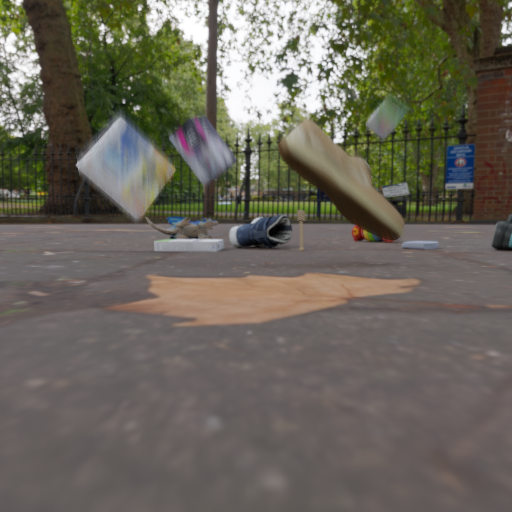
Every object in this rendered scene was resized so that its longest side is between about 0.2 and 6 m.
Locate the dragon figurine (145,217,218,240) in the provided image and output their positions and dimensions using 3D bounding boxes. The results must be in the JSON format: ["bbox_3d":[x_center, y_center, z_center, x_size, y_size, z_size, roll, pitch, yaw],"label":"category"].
[{"bbox_3d":[-1.995,-0.690,15.170,2.507,0.738,1.246,-2,5,-34],"label":"dragon figurine"}]

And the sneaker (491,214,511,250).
[{"bbox_3d":[5.973,-0.440,12.688,0.841,0.800,2.122,14,20,32],"label":"sneaker"}]

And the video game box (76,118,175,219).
[{"bbox_3d":[-2.409,-1.655,10.555,1.456,1.326,0.341,43,-35,-21],"label":"video game box"}]

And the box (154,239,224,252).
[{"bbox_3d":[-1.457,-0.232,12.340,1.363,0.248,0.984,2,4,6],"label":"box"}]

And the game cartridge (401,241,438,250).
[{"bbox_3d":[3.848,-0.245,12.998,0.615,0.189,0.925,-1,3,39],"label":"game cartridge"}]

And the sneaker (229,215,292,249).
[{"bbox_3d":[0.400,-0.619,13.442,1.352,0.711,1.871,-10,8,31],"label":"sneaker"}]

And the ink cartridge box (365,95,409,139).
[{"bbox_3d":[2.588,-2.743,11.113,0.488,0.279,0.939,38,-15,-1],"label":"ink cartridge box"}]

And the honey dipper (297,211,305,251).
[{"bbox_3d":[0.978,-0.525,12.047,0.167,0.878,0.167,-1,-8,0],"label":"honey dipper"}]

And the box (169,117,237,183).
[{"bbox_3d":[-1.166,-2.367,12.431,0.712,1.242,0.821,-36,2,28],"label":"box"}]

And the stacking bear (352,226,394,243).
[{"bbox_3d":[3.347,-0.711,16.235,1.278,0.776,0.727,-5,-4,43],"label":"stacking bear"}]

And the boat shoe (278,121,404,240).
[{"bbox_3d":[1.525,-1.271,9.174,2.482,0.801,0.885,42,-14,5],"label":"boat shoe"}]
